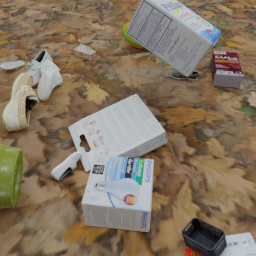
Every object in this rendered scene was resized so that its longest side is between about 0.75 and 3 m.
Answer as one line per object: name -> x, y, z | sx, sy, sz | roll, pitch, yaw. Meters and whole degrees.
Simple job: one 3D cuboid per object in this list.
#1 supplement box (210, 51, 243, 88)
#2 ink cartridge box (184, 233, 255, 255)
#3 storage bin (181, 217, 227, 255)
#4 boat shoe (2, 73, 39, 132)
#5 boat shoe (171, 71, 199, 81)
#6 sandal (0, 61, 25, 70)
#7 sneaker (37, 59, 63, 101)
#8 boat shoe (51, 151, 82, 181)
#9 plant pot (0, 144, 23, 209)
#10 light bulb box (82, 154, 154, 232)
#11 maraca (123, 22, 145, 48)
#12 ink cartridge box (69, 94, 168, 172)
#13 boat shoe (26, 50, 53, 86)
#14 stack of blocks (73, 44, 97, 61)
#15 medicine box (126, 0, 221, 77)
supplement box -> 4.509, -2.745, 12.924 | 1.181, 0.661, 2.171 | 6, 42, 6
ink cartridge box -> 2.354, 3.283, 6.601 | 1.708, 0.404, 1.367 | -5, 43, -7
storage bin -> 1.879, 2.729, 6.933 | 0.633, 0.439, 0.936 | -37, 31, -29
boat shoe -> -3.968, -1.022, 10.868 | 0.994, 1.059, 2.873 | 2, 52, -2
boat shoe -> 2.609, -2.462, 12.833 | 1.216, 0.366, 0.433 | 7, 43, 7
sandal -> -5.518, -2.945, 13.450 | 1.170, 0.287, 0.476 | -23, 61, -40
sneaker -> -3.283, -2.002, 12.135 | 0.966, 0.822, 2.184 | 27, 46, -37
boat shoe -> -1.861, 1.203, 8.864 | 0.407, 0.428, 1.189 | 39, 53, 20
plant pot -> -4.208, 1.290, 7.519 | 2.440, 2.534, 2.534 | 5, 42, -12
light bulb box -> -0.198, 1.758, 7.741 | 1.737, 1.084, 1.722 | 4, 43, 5
maraca -> 0.953, -4.985, 14.897 | 2.540, 1.359, 1.741 | 2, 63, -15
ink cartridge box -> -0.417, 0.214, 9.936 | 2.911, 0.688, 2.330 | -27, 48, -6
boat shoe -> -4.178, -2.744, 12.714 | 0.826, 0.786, 2.295 | 8, 47, 23
stack of blocks -> -2.170, -3.885, 14.395 | 1.137, 0.333, 0.655 | 24, 48, 24
medicine box -> 1.611, -3.220, 9.437 | 2.550, 1.312, 2.323 | 37, 35, 3
